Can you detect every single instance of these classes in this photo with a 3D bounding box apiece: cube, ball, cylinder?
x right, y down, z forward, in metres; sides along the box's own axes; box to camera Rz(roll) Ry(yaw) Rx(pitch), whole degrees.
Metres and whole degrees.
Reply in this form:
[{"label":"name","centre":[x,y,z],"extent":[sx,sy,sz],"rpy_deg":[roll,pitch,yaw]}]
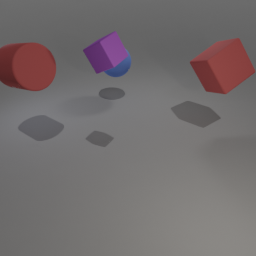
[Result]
[{"label":"cube","centre":[3.403,-2.232,10.208],"extent":[1.400,1.400,1.400],"rpy_deg":[-36,17,-4]},{"label":"cube","centre":[-0.563,-1.920,7.156],"extent":[0.700,0.700,0.700],"rpy_deg":[-9,30,43]},{"label":"ball","centre":[-0.554,-3.003,12.637],"extent":[1.400,1.400,1.400],"rpy_deg":[0,31,0]},{"label":"cylinder","centre":[-3.187,-1.896,8.657],"extent":[1.400,1.400,1.400],"rpy_deg":[14,32,42]}]
